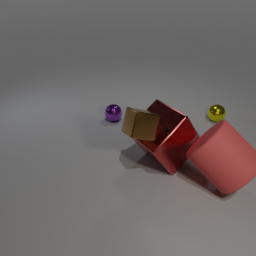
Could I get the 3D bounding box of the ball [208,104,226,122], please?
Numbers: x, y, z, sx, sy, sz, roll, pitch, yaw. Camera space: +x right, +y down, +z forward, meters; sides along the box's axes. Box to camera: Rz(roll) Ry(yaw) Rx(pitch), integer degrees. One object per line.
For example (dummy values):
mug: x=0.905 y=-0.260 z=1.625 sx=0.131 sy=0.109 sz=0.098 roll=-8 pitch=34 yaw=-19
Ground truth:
ball: x=3.546 y=-0.595 z=11.189 sx=0.700 sy=0.700 sz=0.700 roll=0 pitch=30 yaw=0

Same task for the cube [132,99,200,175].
cube: x=1.100 y=0.265 z=8.426 sx=1.400 sy=1.400 sz=1.400 roll=-46 pitch=43 yaw=-5

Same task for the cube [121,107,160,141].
cube: x=0.328 y=-0.113 z=7.424 sx=0.700 sy=0.700 sz=0.700 roll=8 pitch=10 yaw=-25

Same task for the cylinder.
cylinder: x=2.512 y=0.750 z=7.368 sx=1.400 sy=1.400 sz=1.400 roll=46 pitch=41 yaw=3

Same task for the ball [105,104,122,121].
ball: x=-0.580 y=-0.610 z=11.195 sx=0.700 sy=0.700 sz=0.700 roll=0 pitch=30 yaw=0
